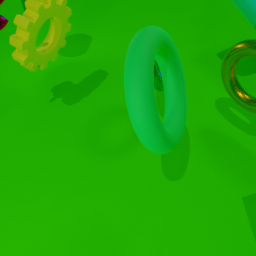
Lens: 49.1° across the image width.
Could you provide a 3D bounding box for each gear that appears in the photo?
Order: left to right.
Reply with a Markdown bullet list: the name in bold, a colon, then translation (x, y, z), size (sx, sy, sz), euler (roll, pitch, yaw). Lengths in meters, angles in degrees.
- **gear**: translation (-1.928, -2.160, 6.380), size (0.323, 1.744, 1.744), euler (30, 53, 8)

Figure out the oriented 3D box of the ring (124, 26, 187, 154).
- **ring**: translation (0.466, -0.531, 4.046), size (0.362, 1.810, 1.810), euler (-4, 43, 27)

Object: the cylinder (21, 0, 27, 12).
- **cylinder**: translation (-2.590, -3.979, 8.049), size (1.098, 1.098, 1.098), euler (-7, 33, 4)

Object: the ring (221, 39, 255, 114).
- **ring**: translation (2.714, -1.046, 5.947), size (0.343, 1.716, 1.716), euler (-33, 55, -22)

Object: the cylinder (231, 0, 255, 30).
- **cylinder**: translation (3.359, -3.409, 6.961), size (1.342, 1.342, 1.342), euler (-27, 77, -23)

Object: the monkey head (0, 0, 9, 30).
- **monkey head**: translation (-2.738, -2.245, 5.499), size (1.137, 0.818, 0.685), euler (-46, 41, 4)

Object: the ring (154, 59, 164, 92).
- **ring**: translation (0.604, -1.489, 6.387), size (0.269, 1.345, 1.345), euler (-13, 44, 21)
